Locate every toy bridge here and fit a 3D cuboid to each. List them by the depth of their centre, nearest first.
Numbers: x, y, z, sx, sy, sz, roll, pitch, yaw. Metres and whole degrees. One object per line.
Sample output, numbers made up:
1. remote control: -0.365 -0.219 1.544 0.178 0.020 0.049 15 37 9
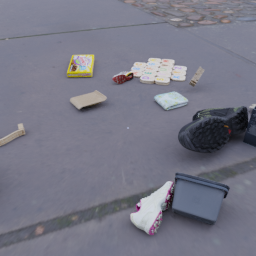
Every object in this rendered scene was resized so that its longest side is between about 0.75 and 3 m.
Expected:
1. toy bridge: -4.348 0.357 8.957 2.038 0.277 0.685 -15 39 -20

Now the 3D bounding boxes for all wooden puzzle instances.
1. wooden puzzle: -1.556 -1.084 10.956 1.184 0.220 1.095 -23 33 -22

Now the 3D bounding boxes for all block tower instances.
1. block tower: 2.917 -2.172 11.821 0.280 0.262 0.969 32 61 4

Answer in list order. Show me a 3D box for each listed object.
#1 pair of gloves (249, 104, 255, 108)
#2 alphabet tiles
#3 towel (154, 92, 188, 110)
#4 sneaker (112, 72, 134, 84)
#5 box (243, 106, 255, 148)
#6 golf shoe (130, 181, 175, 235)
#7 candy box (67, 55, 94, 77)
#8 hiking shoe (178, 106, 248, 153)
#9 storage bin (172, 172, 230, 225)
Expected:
1. pair of gloves: 5.490 -0.623 10.341 1.725 0.302 1.466 -19 36 -28
2. alphabet tiles: 1.461 -2.766 13.459 2.634 0.197 2.693 8 36 11
3. towel: 1.697 -1.092 11.030 1.070 0.258 0.916 -17 37 -21
4. sneaker: -0.270 -2.288 12.640 1.142 0.445 0.469 -21 35 -41
5. box: 4.255 -0.146 8.764 0.703 1.313 0.974 26 43 32
6. golf shoe: 0.620 1.775 6.710 0.717 0.590 1.567 15 37 25
7. candy box: -2.293 -3.090 13.831 1.158 0.299 2.265 0 35 -4
8. hiking shoe: 2.484 0.021 8.874 2.915 1.104 1.467 -16 12 -33
9. storage bin: 1.638 1.716 6.646 1.276 0.928 0.857 14 65 18
